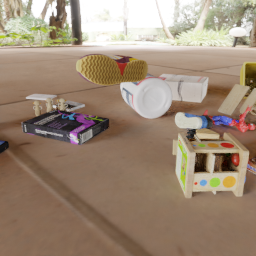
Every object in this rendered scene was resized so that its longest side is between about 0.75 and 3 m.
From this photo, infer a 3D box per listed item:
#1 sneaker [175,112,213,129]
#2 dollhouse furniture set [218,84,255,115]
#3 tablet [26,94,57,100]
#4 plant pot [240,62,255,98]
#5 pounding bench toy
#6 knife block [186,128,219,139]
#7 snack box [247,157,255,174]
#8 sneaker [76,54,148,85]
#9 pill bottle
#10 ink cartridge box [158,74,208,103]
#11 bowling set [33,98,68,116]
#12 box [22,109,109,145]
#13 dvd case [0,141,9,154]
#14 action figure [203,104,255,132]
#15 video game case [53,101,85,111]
[{"bbox_3d":[2.379,-0.225,10.012,0.843,0.581,1.515,5,5,-24],"label":"sneaker"},{"bbox_3d":[4.724,-0.554,10.772,1.318,1.617,1.538,-54,39,-8],"label":"dollhouse furniture set"},{"bbox_3d":[-4.412,-1.597,14.290,1.324,0.090,0.861,6,21,15],"label":"tablet"},{"bbox_3d":[6.258,-2.170,13.692,1.660,1.649,1.698,3,-4,7],"label":"plant pot"},{"bbox_3d":[1.914,0.692,6.742,1.401,1.116,1.796,-1,21,-3],"label":"pounding bench toy"},{"bbox_3d":[2.342,0.269,9.036,0.812,0.296,0.925,-13,25,-29],"label":"knife block"},{"bbox_3d":[4.323,0.894,7.354,2.449,0.298,0.880,-9,22,-23],"label":"snack box"},{"bbox_3d":[-0.613,-1.856,8.798,2.495,0.935,1.124,-3,19,-37],"label":"sneaker"},{"bbox_3d":[0.623,-1.550,11.963,1.623,1.623,2.714,-6,22,-16],"label":"pill bottle"},{"bbox_3d":[2.677,-2.048,14.161,2.424,1.004,1.776,8,22,21],"label":"ink cartridge box"},{"bbox_3d":[-3.117,-0.978,11.659,1.445,0.776,1.006,2,21,4],"label":"bowling set"},{"bbox_3d":[-2.154,-0.105,9.816,2.480,0.448,1.773,9,22,25],"label":"box"},{"bbox_3d":[-4.825,0.917,7.387,2.016,0.248,2.825,4,21,8],"label":"dvd case"},{"bbox_3d":[3.746,-0.428,10.052,1.863,0.608,0.922,25,76,45],"label":"action figure"},{"bbox_3d":[-2.679,-0.999,12.654,1.082,0.126,0.984,15,25,33],"label":"video game case"}]
